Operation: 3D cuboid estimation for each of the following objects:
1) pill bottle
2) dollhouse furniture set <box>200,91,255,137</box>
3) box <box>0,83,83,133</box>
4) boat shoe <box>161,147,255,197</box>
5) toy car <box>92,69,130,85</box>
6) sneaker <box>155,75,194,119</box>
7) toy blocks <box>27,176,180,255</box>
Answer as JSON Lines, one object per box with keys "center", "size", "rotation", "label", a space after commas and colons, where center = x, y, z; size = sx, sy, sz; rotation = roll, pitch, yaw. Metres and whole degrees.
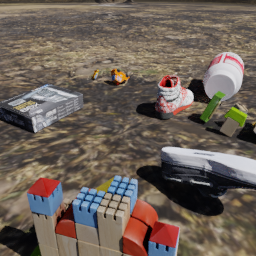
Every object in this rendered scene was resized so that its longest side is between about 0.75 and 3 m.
{"center": [3.847, -2.055, 11.286], "size": [1.438, 1.438, 2.562], "rotation": [12, 32, 19], "label": "pill bottle"}
{"center": [3.660, -0.073, 8.864], "size": [2.578, 0.995, 1.289], "rotation": [34, 33, 16], "label": "dollhouse furniture set"}
{"center": [-3.045, -0.792, 9.898], "size": [1.850, 0.584, 2.345], "rotation": [19, 34, 29], "label": "box"}
{"center": [1.778, 1.018, 5.870], "size": [2.584, 0.876, 0.927], "rotation": [7, 10, 40], "label": "boat shoe"}
{"center": [-0.825, -2.249, 12.840], "size": [1.794, 0.880, 0.597], "rotation": [5, 70, 42], "label": "toy car"}
{"center": [1.793, -1.334, 10.134], "size": [0.812, 1.304, 2.433], "rotation": [19, 35, 30], "label": "sneaker"}
{"center": [-0.305, 1.600, 4.319], "size": [2.832, 1.936, 1.415], "rotation": [9, 31, 15], "label": "toy blocks"}
